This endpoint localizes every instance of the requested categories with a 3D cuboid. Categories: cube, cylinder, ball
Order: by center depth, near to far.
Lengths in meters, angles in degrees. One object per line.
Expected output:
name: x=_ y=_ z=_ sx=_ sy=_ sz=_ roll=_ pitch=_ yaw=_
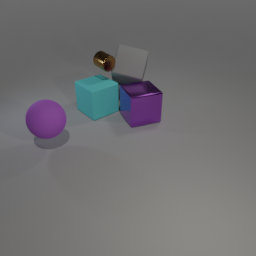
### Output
ball: x=-2.900 y=-0.311 z=9.944 sx=1.400 sy=1.400 sz=1.400 roll=0 pitch=33 yaw=0
cube: x=0.531 y=-1.060 z=12.003 sx=1.400 sy=1.400 sz=1.400 roll=-12 pitch=34 yaw=-17
cylinder: x=-1.014 y=-2.862 z=12.008 sx=0.700 sy=0.700 sz=0.700 roll=-26 pitch=47 yaw=-35
cube: x=-1.382 y=-1.411 z=12.559 sx=1.400 sy=1.400 sz=1.400 roll=-24 pitch=40 yaw=-33
cube: x=0.089 y=-2.784 z=12.965 sx=1.400 sy=1.400 sz=1.400 roll=14 pitch=79 yaw=3
